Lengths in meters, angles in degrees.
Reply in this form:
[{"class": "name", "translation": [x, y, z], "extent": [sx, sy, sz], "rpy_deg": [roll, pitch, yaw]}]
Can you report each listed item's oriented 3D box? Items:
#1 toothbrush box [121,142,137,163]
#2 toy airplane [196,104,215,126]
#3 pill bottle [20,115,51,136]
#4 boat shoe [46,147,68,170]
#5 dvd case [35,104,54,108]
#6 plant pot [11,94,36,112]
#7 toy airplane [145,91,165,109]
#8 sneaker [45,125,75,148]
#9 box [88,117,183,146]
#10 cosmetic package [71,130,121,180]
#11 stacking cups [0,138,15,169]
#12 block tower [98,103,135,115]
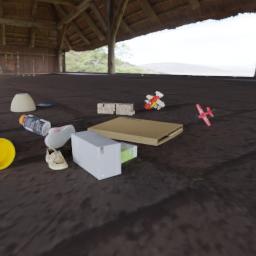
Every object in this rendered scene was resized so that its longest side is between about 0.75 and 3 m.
[{"class": "toothbrush box", "translation": [-0.196, 0.695, 7.933], "extent": [0.571, 0.337, 0.784], "rpy_deg": [11, 16, 36]}, {"class": "toy airplane", "translation": [3.130, -0.578, 11.346], "extent": [0.991, 0.991, 0.182], "rpy_deg": [-6, -18, -23]}, {"class": "pill bottle", "translation": [-3.442, -0.144, 10.309], "extent": [1.063, 0.565, 0.565], "rpy_deg": [21, 19, 13]}, {"class": "boat shoe", "translation": [-1.925, 0.800, 7.439], "extent": [0.405, 0.365, 1.124], "rpy_deg": [-8, 16, -30]}, {"class": "dvd case", "translation": [-5.007, -1.333, 16.671], "extent": [0.962, 0.084, 0.686], "rpy_deg": [7, 16, 24]}, {"class": "plant pot", "translation": [-5.785, -1.430, 15.428], "extent": [1.299, 0.872, 1.299], "rpy_deg": [1, 14, 0]}, {"class": "toy airplane", "translation": [1.542, -1.512, 15.889], "extent": [1.141, 0.809, 1.146], "rpy_deg": [-8, 44, 18]}, {"class": "sneaker", "translation": [-2.399, 0.315, 9.175], "extent": [0.738, 0.532, 1.412], "rpy_deg": [-10, 15, 25]}, {"class": "box", "translation": [0.307, 0.057, 10.566], "extent": [2.884, 0.307, 2.357], "rpy_deg": [9, 17, 30]}, {"class": "cosmetic package", "translation": [-0.844, 0.630, 7.167], "extent": [0.711, 0.842, 1.576], "rpy_deg": [-10, 19, -35]}, {"class": "stacking cups", "translation": [-4.196, 0.556, 7.961], "extent": [2.697, 0.816, 0.816], "rpy_deg": [6, 14, 43]}, {"class": "block tower", "translation": [-0.605, -1.000, 14.405], "extent": [1.881, 0.544, 0.508], "rpy_deg": [6, 15, 19]}]
